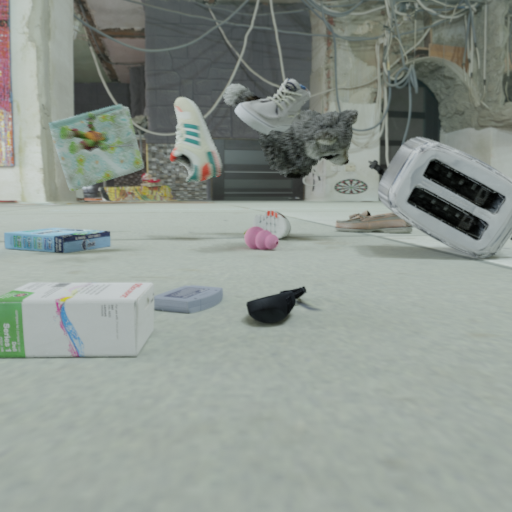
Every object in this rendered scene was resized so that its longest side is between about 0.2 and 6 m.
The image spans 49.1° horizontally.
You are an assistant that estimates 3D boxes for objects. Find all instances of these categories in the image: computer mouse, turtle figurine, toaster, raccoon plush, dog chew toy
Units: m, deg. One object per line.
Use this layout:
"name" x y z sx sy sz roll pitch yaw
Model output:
"computer mouse" 0.274 0.525 6.074 0.460 0.267 1.570 -15 -3 17
"turtle figurine" -2.667 -2.017 9.154 0.907 0.652 0.879 5 22 38
"toaster" 3.693 -1.216 10.927 3.118 1.772 2.014 30 14 1
"raccoon plush" 0.760 -3.211 13.367 3.401 1.645 2.279 29 -20 -8
"dog chew toy" 0.140 -0.346 11.886 0.802 0.500 0.500 14 15 40

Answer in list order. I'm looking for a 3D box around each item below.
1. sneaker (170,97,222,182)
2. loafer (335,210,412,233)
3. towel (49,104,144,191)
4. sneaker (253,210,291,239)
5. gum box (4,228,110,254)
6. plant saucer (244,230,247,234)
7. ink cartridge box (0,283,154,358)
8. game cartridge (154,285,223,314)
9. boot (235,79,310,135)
"sneaker" -1.661 -2.763 13.374 1.033 2.209 0.778 -22 -8 -19
"loafer" 3.406 -1.036 16.285 2.237 0.703 0.804 3 8 22
"towel" -2.966 -2.058 10.554 1.527 1.307 0.368 -23 21 -26
"sneaker" 0.576 -0.813 14.666 0.787 0.741 1.922 4 6 -23
"gum box" -4.304 -0.351 12.201 1.690 0.377 1.436 3 8 25
"plant saucer" 0.011 -0.686 15.796 0.581 0.139 0.580 4 8 23
"ink cartridge box" -1.512 0.525 4.806 1.166 0.490 0.845 0 7 -1
"game cartridge" -0.756 0.493 6.420 0.594 0.183 0.893 -1 6 22
"boot" 0.390 -3.036 10.990 0.818 1.063 2.224 41 24 6
